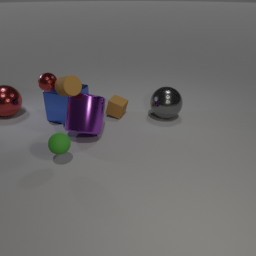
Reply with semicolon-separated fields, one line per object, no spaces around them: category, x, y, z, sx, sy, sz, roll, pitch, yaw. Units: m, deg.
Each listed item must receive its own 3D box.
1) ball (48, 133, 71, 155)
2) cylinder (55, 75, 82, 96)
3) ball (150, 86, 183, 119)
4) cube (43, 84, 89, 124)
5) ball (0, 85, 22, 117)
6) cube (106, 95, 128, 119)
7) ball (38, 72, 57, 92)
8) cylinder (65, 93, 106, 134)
ball;-2.170;0.498;8.862;0.700;0.700;0.700;0;28;0
cylinder;-2.070;-1.451;9.701;0.700;0.700;0.700;-23;18;-36
ball;1.661;-1.095;12.153;1.400;1.400;1.400;0;28;0
cube;-2.615;-1.092;12.134;1.400;1.400;1.400;11;30;20
ball;-5.399;-1.186;12.333;1.400;1.400;1.400;0;28;0
cube;-0.484;-0.944;12.403;0.700;0.700;0.700;23;36;9
ball;-2.902;-1.659;10.166;0.700;0.700;0.700;0;28;0
cylinder;-1.618;-0.531;10.602;1.400;1.400;1.400;7;1;0
